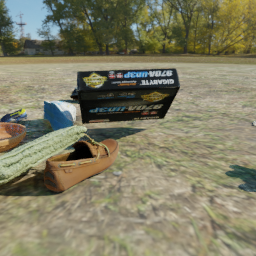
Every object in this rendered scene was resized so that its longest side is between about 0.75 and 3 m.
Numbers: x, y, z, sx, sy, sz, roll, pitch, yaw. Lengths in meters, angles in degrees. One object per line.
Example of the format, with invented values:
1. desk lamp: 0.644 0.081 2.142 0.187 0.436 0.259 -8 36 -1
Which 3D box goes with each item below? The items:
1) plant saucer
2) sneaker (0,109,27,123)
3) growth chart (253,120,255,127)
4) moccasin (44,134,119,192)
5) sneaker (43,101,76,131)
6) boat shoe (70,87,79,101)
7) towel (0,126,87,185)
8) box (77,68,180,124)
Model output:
1. plant saucer: -4.232 0.316 8.445 2.244 0.420 2.244 0 17 0
2. sneaker: -4.424 -0.360 10.881 1.065 0.438 0.394 -19 47 -3
3. growth chart: 5.144 -0.180 10.703 0.705 0.086 0.974 7 18 23
4. moccasin: -0.998 0.632 6.524 0.841 0.888 2.300 13 21 37
5. sneaker: -2.367 -0.510 10.300 1.048 0.993 2.595 -2 19 -28
6. boat shoe: -2.259 -1.600 14.861 1.950 0.700 0.659 20 61 33
7. towel: -2.227 0.585 6.058 1.836 0.451 2.475 -19 10 40
8. box: -0.076 -0.949 8.887 2.933 0.675 2.331 -3 -22 -8
